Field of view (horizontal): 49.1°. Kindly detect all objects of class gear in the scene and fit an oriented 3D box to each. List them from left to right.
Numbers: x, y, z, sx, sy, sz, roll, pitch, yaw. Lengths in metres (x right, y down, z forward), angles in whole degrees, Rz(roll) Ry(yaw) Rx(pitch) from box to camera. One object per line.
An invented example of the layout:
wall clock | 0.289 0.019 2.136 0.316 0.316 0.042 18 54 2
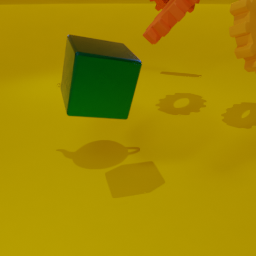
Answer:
gear | 1.129 -2.879 6.787 0.351 1.900 1.900 40 23 -13
gear | 1.599 -4.690 9.606 1.807 1.807 0.334 9 60 18
gear | 2.977 -2.215 6.261 1.950 1.950 0.361 -20 13 -35

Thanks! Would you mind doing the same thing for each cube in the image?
cube | -0.386 -0.648 3.577 0.787 0.787 0.787 3 30 -22
